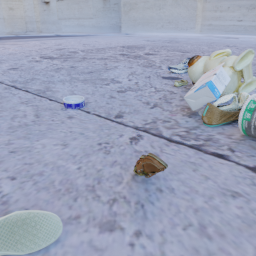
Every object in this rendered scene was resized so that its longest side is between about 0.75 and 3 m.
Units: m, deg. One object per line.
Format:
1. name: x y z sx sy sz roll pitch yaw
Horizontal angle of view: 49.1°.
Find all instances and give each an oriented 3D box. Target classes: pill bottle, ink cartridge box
1. pill bottle: 4.331 -0.087 7.557 1.288 1.288 2.278 -17 27 -35
2. ink cartridge box: 2.926 -1.508 10.048 1.095 0.641 1.888 -28 14 49

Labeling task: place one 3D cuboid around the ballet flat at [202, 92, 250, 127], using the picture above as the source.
1. ballet flat: 3.626 -0.708 9.474 2.608 0.943 0.884 -9 25 -20

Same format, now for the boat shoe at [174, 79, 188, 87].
1. boat shoe: 2.690 -2.313 14.083 0.991 0.312 0.361 -18 29 -36

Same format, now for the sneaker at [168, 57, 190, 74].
1. sneaker: 3.440 -3.808 16.869 2.122 0.904 0.818 -4 23 -8

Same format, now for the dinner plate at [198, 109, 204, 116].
1. dinner plate: 3.211 -0.559 10.172 1.262 0.153 1.262 1 22 0

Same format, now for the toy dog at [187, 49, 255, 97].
1. toy dog: 3.970 -2.396 12.750 2.740 1.972 2.826 -41 35 -7

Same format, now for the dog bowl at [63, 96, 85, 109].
1. dog bowl: -2.113 -1.012 10.993 0.816 0.321 0.816 0 23 0

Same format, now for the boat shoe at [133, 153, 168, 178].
1. boat shoe: 0.446 0.849 5.909 0.486 0.459 1.351 40 -13 0

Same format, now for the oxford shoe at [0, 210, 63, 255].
1. oxford shoe: -1.927 1.682 4.351 1.769 0.665 0.511 -9 -10 -23
